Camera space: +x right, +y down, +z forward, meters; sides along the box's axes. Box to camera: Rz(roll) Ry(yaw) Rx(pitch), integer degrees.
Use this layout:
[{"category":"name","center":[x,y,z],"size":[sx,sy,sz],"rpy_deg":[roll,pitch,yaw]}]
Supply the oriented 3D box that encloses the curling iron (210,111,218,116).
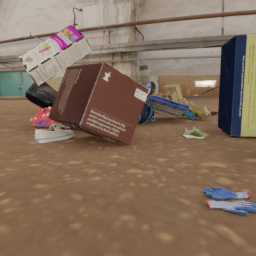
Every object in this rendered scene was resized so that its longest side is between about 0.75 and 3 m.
[{"category":"curling iron","center":[4.745,-0.792,15.043],"size":[1.646,0.210,0.408],"rpy_deg":[-6,11,-34]}]

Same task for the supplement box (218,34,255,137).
[{"category":"supplement box","center":[4.597,-1.288,8.817],"size":[2.973,2.976,1.998],"rpy_deg":[1,8,7]}]

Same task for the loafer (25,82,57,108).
[{"category":"loafer","center":[-2.431,-0.928,10.327],"size":[2.501,0.904,0.910],"rpy_deg":[33,-25,-22]}]

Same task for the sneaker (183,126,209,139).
[{"category":"sneaker","center":[2.020,0.129,8.305],"size":[0.774,0.343,0.297],"rpy_deg":[1,8,9]}]

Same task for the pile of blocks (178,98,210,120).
[{"category":"pile of blocks","center":[3.030,-0.690,13.332],"size":[0.739,0.976,2.378],"rpy_deg":[43,-2,-27]}]

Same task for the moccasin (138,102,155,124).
[{"category":"moccasin","center":[0.749,-0.744,12.130],"size":[0.841,0.992,2.466],"rpy_deg":[3,9,0]}]

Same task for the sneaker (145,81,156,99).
[{"category":"sneaker","center":[0.297,-1.539,13.504],"size":[2.450,1.092,0.962],"rpy_deg":[-37,0,37]}]

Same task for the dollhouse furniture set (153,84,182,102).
[{"category":"dollhouse furniture set","center":[2.188,-1.413,16.867],"size":[2.449,1.627,2.147],"rpy_deg":[-34,28,-34]}]

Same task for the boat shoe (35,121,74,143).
[{"category":"boat shoe","center":[-2.084,0.063,8.003],"size":[0.484,0.558,1.309],"rpy_deg":[7,11,41]}]

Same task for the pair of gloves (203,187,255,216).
[{"category":"pair of gloves","center":[1.337,0.937,3.683],"size":[0.644,0.091,0.801],"rpy_deg":[1,8,9]}]

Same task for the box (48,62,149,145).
[{"category":"box","center":[-0.844,-0.654,7.599],"size":[1.633,1.617,1.969],"rpy_deg":[25,-8,-37]}]

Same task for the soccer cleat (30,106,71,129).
[{"category":"soccer cleat","center":[-2.854,-0.273,10.243],"size":[2.428,0.928,0.810],"rpy_deg":[-6,45,55]}]

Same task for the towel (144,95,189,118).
[{"category":"towel","center":[1.592,-0.960,12.569],"size":[1.807,0.293,2.461],"rpy_deg":[17,-7,-2]}]

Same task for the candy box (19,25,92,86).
[{"category":"candy box","center":[-2.616,-2.649,10.062],"size":[2.298,0.701,1.567],"rpy_deg":[-34,43,-7]}]
